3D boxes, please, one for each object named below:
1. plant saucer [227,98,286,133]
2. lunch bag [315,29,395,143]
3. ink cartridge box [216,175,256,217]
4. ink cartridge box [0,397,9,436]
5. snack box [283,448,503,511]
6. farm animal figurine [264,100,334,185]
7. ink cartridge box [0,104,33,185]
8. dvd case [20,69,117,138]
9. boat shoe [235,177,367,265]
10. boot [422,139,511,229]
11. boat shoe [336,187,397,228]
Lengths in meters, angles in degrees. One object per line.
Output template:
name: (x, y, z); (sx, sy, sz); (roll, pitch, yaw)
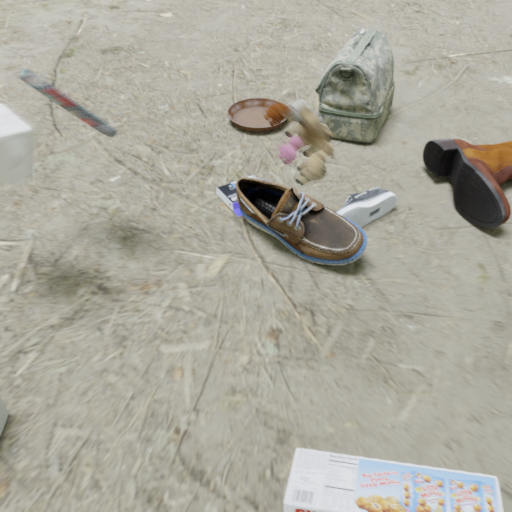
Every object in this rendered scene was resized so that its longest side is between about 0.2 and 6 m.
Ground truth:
plant saucer: (0.047, -3.710, 14.878); (1.628, 0.280, 1.628); (-1, 42, 1)
lunch bag: (2.583, -4.394, 14.272); (1.728, 2.081, 2.481); (16, 45, 17)
ink cartridge box: (-0.221, -1.332, 12.307); (0.985, 0.216, 0.995); (-22, 48, -23)
ink cartridge box: (-4.303, 2.309, 7.749); (1.288, 0.936, 0.932); (2, 42, 2)
snack box: (1.704, 3.039, 7.066); (2.602, 0.316, 0.935); (4, 28, 14)
farm animal figurine: (0.666, -1.490, 6.987); (0.575, 1.102, 1.090); (-27, 0, 29)
ink cartridge box: (-4.020, -1.695, 8.460); (1.321, 0.849, 0.827); (38, 43, 23)
dvd case: (-3.141, -2.531, 9.353); (0.180, 1.632, 1.192); (-58, 26, 1)
boat shoe: (0.713, -0.717, 10.787); (2.962, 1.072, 1.070); (23, 76, 31)
boot: (5.699, -1.705, 12.436); (3.105, 1.063, 2.924); (-4, 34, -15)
boat shoe: (2.136, -1.023, 11.665); (1.767, 0.634, 0.599); (-25, 48, -28)
